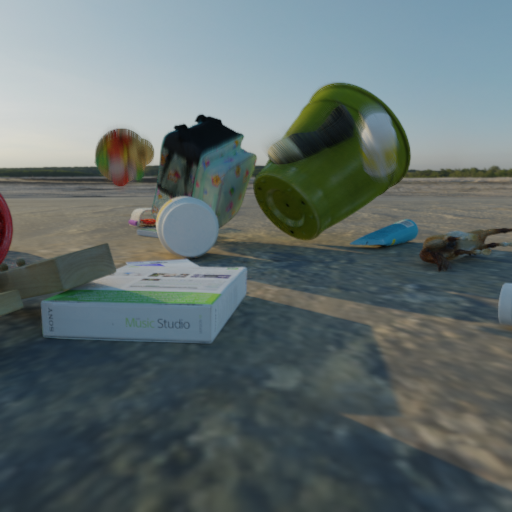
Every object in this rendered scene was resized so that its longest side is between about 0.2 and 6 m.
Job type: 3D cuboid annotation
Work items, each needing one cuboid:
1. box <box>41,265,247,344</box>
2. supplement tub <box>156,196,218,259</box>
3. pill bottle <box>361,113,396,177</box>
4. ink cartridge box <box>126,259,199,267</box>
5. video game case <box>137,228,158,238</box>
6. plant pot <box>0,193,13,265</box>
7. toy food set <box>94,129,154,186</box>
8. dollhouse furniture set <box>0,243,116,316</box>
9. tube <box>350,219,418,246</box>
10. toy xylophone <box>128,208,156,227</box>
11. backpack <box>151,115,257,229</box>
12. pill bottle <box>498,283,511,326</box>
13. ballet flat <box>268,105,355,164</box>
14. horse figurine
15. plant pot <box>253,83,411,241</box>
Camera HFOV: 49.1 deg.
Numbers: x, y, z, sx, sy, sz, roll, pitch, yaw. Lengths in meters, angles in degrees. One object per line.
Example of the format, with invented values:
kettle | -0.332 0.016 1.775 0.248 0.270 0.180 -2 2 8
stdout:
box | -0.982 0.425 5.751 1.527 0.385 2.116 1 6 7
supplement tub | -1.258 -0.531 10.149 1.084 1.084 1.491 -2 8 -11
pill bottle | 2.019 -1.838 9.240 0.553 0.994 0.553 -7 50 9
ink cartridge box | -1.265 0.226 7.772 0.950 0.208 0.959 -3 10 -22
video game case | -1.995 -0.586 14.047 1.390 0.168 1.526 -7 10 -43
plant pot | -4.022 -0.339 7.143 1.548 1.548 1.410 -5 4 -32
toy food set | -2.485 -1.841 10.439 1.034 1.023 0.251 31 0 -35
dollhouse furniture set | -2.485 -0.255 4.945 1.766 1.513 1.857 -11 8 40
tube | 2.804 -0.416 11.855 0.762 0.496 1.968 -5 7 40
toy xylophone | -2.834 -1.199 17.298 2.088 0.525 1.529 -3 8 -24
backpack | -1.255 -1.624 12.847 1.923 2.509 2.205 34 36 7
pill bottle | 2.617 0.477 4.965 0.807 0.458 0.458 5 9 35
ballet flat | 0.966 -2.171 10.149 0.801 0.685 2.412 -16 10 45
horse figurine | 3.408 -0.157 9.208 2.149 0.536 1.424 -11 1 -32
plant pot | 1.453 -1.868 12.497 2.744 2.850 2.850 -45 30 -24
